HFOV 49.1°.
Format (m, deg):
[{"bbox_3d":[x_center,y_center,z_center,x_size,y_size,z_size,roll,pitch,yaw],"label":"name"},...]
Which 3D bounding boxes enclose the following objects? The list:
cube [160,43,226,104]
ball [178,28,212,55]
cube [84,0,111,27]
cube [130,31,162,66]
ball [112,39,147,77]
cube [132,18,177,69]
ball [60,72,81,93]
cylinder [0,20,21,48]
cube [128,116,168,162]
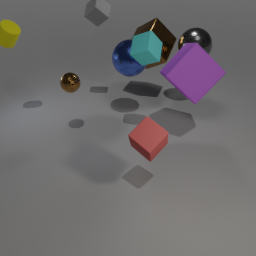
[{"bbox_3d":[2.135,-1.891,9.536,1.400,1.400,1.400,40,11,-12],"label":"cube"},{"bbox_3d":[2.796,-3.457,11.707,1.400,1.400,1.400,0,31,0],"label":"ball"},{"bbox_3d":[-1.185,-4.549,10.888,0.700,0.700,0.700,-21,55,40],"label":"cube"},{"bbox_3d":[0.581,-2.496,8.818,0.700,0.700,0.700,-5,67,37],"label":"cube"},{"bbox_3d":[0.077,-2.701,10.839,1.400,1.400,1.400,0,31,0],"label":"ball"},{"bbox_3d":[1.043,-3.727,12.512,1.400,1.400,1.400,-4,56,54],"label":"cube"},{"bbox_3d":[-1.994,-1.567,9.675,0.700,0.700,0.700,0,31,0],"label":"ball"},{"bbox_3d":[-4.258,-3.323,9.916,0.700,0.700,0.700,25,44,-26],"label":"cylinder"},{"bbox_3d":[0.514,0.281,6.964,0.700,0.700,0.700,39,75,21],"label":"cube"}]
